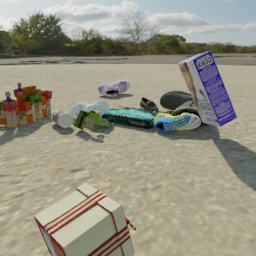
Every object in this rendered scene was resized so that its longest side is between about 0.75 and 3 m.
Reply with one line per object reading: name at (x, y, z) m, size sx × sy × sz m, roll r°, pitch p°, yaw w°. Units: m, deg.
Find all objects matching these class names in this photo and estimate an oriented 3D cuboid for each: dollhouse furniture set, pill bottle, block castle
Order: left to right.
block castle at (-4.533, -1.050, 11.356) m, size 1.942 × 1.363 × 2.906 m, roll 5°, pitch 17°, yaw 16°
pill bottle at (-2.482, -0.374, 10.462) m, size 0.567 × 0.567 × 0.975 m, roll -11°, pitch 20°, yaw -32°
dollhouse furniture set at (-1.174, -0.101, 10.034) m, size 0.824 × 0.632 × 1.258 m, roll 15°, pitch -7°, yaw 26°

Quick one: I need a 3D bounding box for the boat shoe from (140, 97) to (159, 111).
boat shoe at (0.955, -1.052, 12.928) m, size 0.576 × 0.487 × 1.617 m, roll -6°, pitch 17°, yaw -20°

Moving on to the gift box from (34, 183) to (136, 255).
gift box at (-0.519, 1.409, 3.711) m, size 0.969 × 1.038 × 0.958 m, roll -29°, pitch 34°, yaw -31°

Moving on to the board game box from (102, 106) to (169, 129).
board game box at (0.198, -0.472, 11.201) m, size 2.402 × 0.338 × 1.625 m, roll 11°, pitch 20°, yaw 32°

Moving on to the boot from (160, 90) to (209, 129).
boot at (2.200, -0.749, 11.379) m, size 2.559 × 1.021 × 2.814 m, roll 5°, pitch 23°, yaw 23°

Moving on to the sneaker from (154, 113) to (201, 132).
sneaker at (1.644, -0.094, 9.668) m, size 1.629 × 0.617 × 0.856 m, roll 0°, pitch 27°, yaw 25°

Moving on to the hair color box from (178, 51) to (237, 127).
hair color box at (2.465, -1.200, 8.806) m, size 0.716 × 2.209 × 1.208 m, roll -26°, pitch 11°, yaw -7°

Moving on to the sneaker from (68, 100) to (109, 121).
sneaker at (-1.664, -0.618, 10.940) m, size 1.818 × 0.640 × 0.729 m, roll -9°, pitch 33°, yaw 27°

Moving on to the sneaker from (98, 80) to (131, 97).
sneaker at (-0.596, -2.298, 16.970) m, size 2.196 × 0.796 × 1.252 m, roll -17°, pitch 28°, yaw -27°
